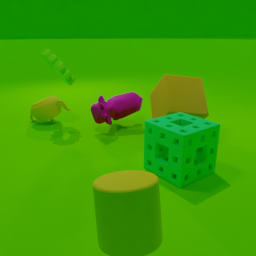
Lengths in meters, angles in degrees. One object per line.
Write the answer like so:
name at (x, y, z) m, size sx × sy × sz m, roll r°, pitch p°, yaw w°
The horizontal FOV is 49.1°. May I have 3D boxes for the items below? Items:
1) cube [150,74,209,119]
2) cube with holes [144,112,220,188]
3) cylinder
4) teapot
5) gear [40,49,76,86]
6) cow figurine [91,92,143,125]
cube at (1.293, -0.619, 7.330) m, size 1.085 × 1.085 × 1.085 m, roll 3°, pitch -23°, yaw -16°
cube with holes at (1.071, 0.385, 5.737) m, size 1.058 × 1.058 × 1.058 m, roll -14°, pitch 24°, yaw -35°
cylinder at (0.001, 0.971, 3.290) m, size 0.767 × 0.767 × 0.767 m, roll -4°, pitch 7°, yaw 1°
teapot at (-2.460, -0.547, 8.736) m, size 1.566 × 0.767 × 0.974 m, roll -17°, pitch 16°, yaw 22°
gear at (-1.997, -1.735, 8.035) m, size 0.218 × 1.180 × 1.180 m, roll -45°, pitch 33°, yaw -9°
cow figurine at (-0.283, -0.610, 8.092) m, size 1.548 × 0.850 × 1.523 m, roll -19°, pitch 2°, yaw -2°
